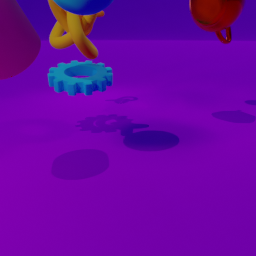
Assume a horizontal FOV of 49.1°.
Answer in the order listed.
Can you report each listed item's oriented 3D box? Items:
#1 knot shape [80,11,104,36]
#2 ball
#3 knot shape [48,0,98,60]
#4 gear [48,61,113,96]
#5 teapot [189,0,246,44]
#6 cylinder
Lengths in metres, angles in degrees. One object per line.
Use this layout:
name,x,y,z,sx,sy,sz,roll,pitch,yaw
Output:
knot shape,-1.242,-3.414,8.654,1.114,1.190,0.550,-34,80,-31
ball,-0.718,-2.444,4.377,1.268,1.268,1.268,0,19,0
knot shape,-1.225,-2.230,6.000,0.756,1.637,1.532,-22,18,-33
gear,-1.167,-1.276,6.972,1.555,0.288,1.555,2,33,-1
teapot,2.097,-2.976,6.430,1.024,2.091,1.300,-23,16,-35
cylinder,-1.874,-1.348,3.799,1.008,1.008,1.008,-6,60,11
